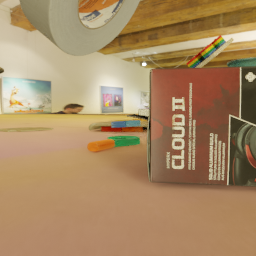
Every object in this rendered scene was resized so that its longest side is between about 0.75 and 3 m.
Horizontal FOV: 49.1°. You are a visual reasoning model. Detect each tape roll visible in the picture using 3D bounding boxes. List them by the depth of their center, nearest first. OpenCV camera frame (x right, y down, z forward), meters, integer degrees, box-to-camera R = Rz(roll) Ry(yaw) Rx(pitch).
[{"bbox_3d":[-0.719,-2.692,5.268,0.854,2.586,2.586,41,17,15],"label":"tape roll"}]

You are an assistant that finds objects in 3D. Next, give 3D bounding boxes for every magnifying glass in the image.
[{"bbox_3d":[-0.196,0.198,3.958,0.494,0.139,1.240,2,5,22],"label":"magnifying glass"}]

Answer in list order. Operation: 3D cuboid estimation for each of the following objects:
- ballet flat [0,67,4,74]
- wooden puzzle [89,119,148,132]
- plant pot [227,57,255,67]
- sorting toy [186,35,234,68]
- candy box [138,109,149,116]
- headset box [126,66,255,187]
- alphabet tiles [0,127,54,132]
[{"bbox_3d":[-3.870,-1.498,7.079,1.353,0.314,0.456,-6,-8,-17],"label":"ballet flat"},{"bbox_3d":[-0.011,-0.064,7.221,1.769,0.307,2.623,-3,2,18],"label":"wooden puzzle"},{"bbox_3d":[5.321,-1.441,11.375,2.540,2.488,2.540,1,3,0],"label":"plant pot"},{"bbox_3d":[2.461,-2.305,8.641,1.185,0.415,1.192,-41,2,-31],"label":"sorting toy"},{"bbox_3d":[1.473,-0.550,12.178,1.977,0.603,1.348,1,3,7],"label":"candy box"},{"bbox_3d":[1.064,-0.047,2.418,2.113,0.793,1.571,1,4,10],"label":"headset box"},{"bbox_3d":[-2.677,0.035,7.320,1.087,0.041,1.307,3,5,39],"label":"alphabet tiles"}]
